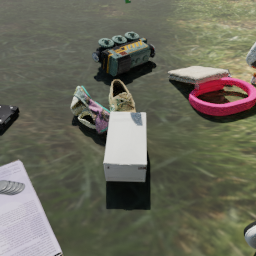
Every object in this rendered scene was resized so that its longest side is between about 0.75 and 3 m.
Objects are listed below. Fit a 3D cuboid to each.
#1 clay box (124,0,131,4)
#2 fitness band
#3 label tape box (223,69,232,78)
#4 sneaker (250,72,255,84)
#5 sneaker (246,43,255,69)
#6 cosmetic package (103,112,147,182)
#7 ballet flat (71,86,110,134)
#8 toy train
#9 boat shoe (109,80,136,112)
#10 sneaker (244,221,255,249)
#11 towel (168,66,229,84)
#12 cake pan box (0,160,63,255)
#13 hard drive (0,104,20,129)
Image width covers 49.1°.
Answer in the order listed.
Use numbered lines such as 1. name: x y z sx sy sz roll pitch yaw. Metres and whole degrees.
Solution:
1. clay box: -0.089 -3.882 7.716 0.182 0.439 0.764 -12 68 -5
2. fitness band: 3.113 -1.071 9.164 2.258 0.423 1.622 -16 40 -18
3. label tape box: 3.453 -2.034 10.545 0.663 0.291 0.919 3 37 4
4. sneaker: 5.089 -1.889 10.188 1.184 0.501 0.431 -8 36 -12
5. sneaker: 3.604 -1.283 5.649 2.862 1.103 1.172 1 45 -34
6. cosmetic package: -0.027 0.412 6.784 0.971 0.698 1.721 3 46 3
7. ballet flat: -1.198 -0.551 8.308 0.804 0.781 2.258 -38 47 -9
8. toy train: -0.104 -2.987 11.260 2.650 1.129 1.510 -28 57 -35
9. boat shoe: -0.184 -0.711 8.421 0.800 0.721 2.219 -6 38 -8
10. sneaker: 2.798 1.628 5.437 1.899 0.694 1.062 -5 33 -20
11. towel: 2.399 -1.872 9.904 1.300 0.338 1.962 -16 21 -17
12. cake pan box: -2.826 1.997 4.842 2.801 0.733 2.579 -22 40 -26
13. hard drive: -4.083 -0.381 8.378 1.333 0.252 0.931 7 38 9
